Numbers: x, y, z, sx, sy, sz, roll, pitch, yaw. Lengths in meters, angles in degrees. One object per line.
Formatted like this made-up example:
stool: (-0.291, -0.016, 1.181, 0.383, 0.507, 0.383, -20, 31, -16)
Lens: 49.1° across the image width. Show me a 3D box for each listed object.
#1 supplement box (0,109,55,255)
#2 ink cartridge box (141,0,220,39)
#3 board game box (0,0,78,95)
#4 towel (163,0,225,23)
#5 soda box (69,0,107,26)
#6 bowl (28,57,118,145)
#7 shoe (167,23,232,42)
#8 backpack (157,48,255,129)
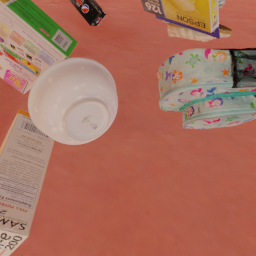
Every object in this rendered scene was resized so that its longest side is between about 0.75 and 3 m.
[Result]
supplement box: (-1.740, 0.824, 4.205, 0.697, 1.195, 1.896, 25, 42, -22)
ink cartridge box: (1.229, -3.226, 7.125, 2.226, 2.252, 0.529, 31, 76, 29)
board game box: (-2.909, -2.122, 7.112, 2.851, 2.182, 0.575, -18, 41, 48)
towel: (1.744, -4.797, 9.039, 2.012, 0.414, 2.697, -15, 72, 4)
soda box: (-1.327, -3.774, 8.412, 1.447, 0.512, 0.458, 51, 31, 2)
bowl: (-0.599, -0.217, 3.544, 1.216, 1.216, 0.546, -16, 40, -19)
shoe: (2.271, -3.126, 9.057, 2.057, 0.549, 0.719, 13, 38, 14)
backpack: (1.254, -0.602, 4.283, 1.602, 1.422, 1.206, 4, 80, -10)
